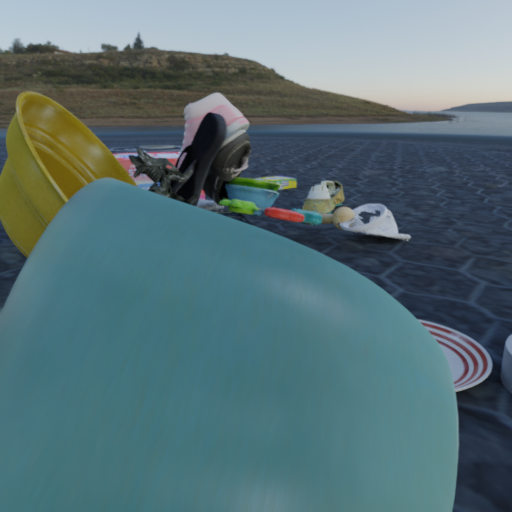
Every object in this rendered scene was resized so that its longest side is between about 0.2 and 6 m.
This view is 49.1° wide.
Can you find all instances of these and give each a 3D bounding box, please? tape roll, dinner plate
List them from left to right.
[{"bbox_3d":[1.709,1.213,6.794,2.126,0.258,2.126,0,17,0],"label":"dinner plate"},{"bbox_3d":[3.464,1.278,6.216,1.353,0.447,1.353,-1,16,0],"label":"tape roll"}]

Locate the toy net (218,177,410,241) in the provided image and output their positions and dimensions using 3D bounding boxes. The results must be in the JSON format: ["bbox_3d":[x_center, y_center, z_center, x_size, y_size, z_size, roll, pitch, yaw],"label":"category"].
[{"bbox_3d":[1.360,-1.036,12.074,4.219,0.815,2.213,9,3,-1],"label":"toy net"}]

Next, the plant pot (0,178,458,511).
[{"bbox_3d":[-0.127,1.074,3.397,2.142,2.669,2.669,13,17,0],"label":"plant pot"}]

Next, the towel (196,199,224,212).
[{"bbox_3d":[-1.645,-1.086,14.173,1.390,0.595,1.151,9,17,34],"label":"towel"}]

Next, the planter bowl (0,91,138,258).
[{"bbox_3d":[-3.248,-0.784,9.765,1.607,3.859,3.859,-34,14,8],"label":"planter bowl"}]

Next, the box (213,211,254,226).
[{"bbox_3d":[-1.246,-0.543,12.311,2.123,0.542,1.674,-5,18,-15],"label":"box"}]

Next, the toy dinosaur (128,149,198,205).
[{"bbox_3d":[-1.912,-0.538,10.310,3.118,1.593,2.116,16,55,-13],"label":"toy dinosaur"}]

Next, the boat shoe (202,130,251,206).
[{"bbox_3d":[-0.577,-1.897,12.480,0.987,0.842,2.953,-40,1,-20],"label":"boat shoe"}]

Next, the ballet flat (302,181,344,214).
[{"bbox_3d":[1.855,-1.636,15.575,0.890,0.890,2.517,7,18,23],"label":"ballet flat"}]

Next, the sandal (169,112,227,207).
[{"bbox_3d":[-1.387,-1.866,11.578,0.537,2.506,0.953,2,40,-36],"label":"sandal"}]

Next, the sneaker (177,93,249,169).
[{"bbox_3d":[-1.289,-2.651,12.486,2.320,1.213,0.873,-39,-2,32],"label":"sneaker"}]

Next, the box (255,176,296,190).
[{"bbox_3d":[0.530,-2.520,19.476,1.549,0.375,0.909,-14,21,-35],"label":"box"}]

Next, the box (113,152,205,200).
[{"bbox_3d":[-3.161,-2.082,15.825,3.231,1.529,1.658,-5,17,-16],"label":"box"}]
